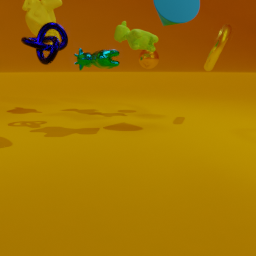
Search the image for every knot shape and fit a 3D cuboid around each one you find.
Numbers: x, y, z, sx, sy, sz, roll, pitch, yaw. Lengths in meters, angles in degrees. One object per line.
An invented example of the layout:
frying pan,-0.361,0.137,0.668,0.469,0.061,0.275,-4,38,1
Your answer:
knot shape,-2.147,-2.195,7.424,1.209,1.132,0.559,-18,-28,-9

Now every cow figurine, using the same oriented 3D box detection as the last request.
cow figurine,-1.160,-2.501,10.166,1.471,0.821,1.495,-3,10,-18
cow figurine,0.229,-2.968,9.157,1.308,0.718,1.287,4,30,-24

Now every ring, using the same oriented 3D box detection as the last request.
ring,2.598,-2.308,8.123,0.277,1.385,1.385,27,18,10

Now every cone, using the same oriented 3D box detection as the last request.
cone,1.035,-2.825,6.948,1.111,1.111,1.115,-2,-9,-9

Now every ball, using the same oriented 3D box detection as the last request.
ball,0.756,-2.523,10.164,0.738,0.738,0.738,0,12,0

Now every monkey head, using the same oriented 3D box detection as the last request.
monkey head,-2.796,-3.814,9.543,1.414,1.966,1.185,-30,-18,-2
